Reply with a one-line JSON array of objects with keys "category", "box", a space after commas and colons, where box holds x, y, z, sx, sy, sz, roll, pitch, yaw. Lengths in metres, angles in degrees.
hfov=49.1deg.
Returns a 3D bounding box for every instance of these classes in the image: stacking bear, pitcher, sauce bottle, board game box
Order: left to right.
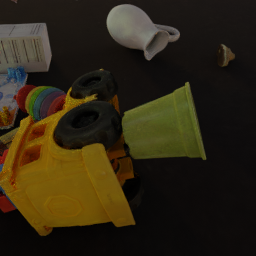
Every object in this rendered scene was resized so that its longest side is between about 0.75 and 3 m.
[{"category": "board game box", "box": [-4.596, -0.904, 8.035, 2.914, 0.377, 2.914, -5, 40, -6]}, {"category": "sauce bottle", "box": [-2.694, 0.448, 6.186, 0.615, 0.615, 1.863, 31, 47, 32]}, {"category": "stacking bear", "box": [-2.156, -0.582, 7.197, 1.883, 1.071, 1.143, 22, 41, 33]}, {"category": "pitcher", "box": [0.568, -3.808, 10.832, 2.115, 1.494, 2.465, -28, 56, -34]}]

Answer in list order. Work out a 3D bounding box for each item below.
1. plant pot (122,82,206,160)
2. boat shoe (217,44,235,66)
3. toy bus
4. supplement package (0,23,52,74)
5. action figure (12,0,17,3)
[{"category": "plant pot", "box": [0.510, 0.006, 4.149, 1.042, 1.134, 1.134, -13, 37, 15]}, {"category": "boat shoe", "box": [3.562, -2.610, 10.062, 0.569, 0.535, 1.493, 16, 41, 1]}, {"category": "toy bus", "box": [-1.292, 0.464, 5.390, 2.839, 2.007, 2.958, -15, 37, 7]}, {"category": "supplement package", "box": [-3.916, -2.701, 9.527, 2.309, 1.264, 1.313, -3, 39, -4]}, {"category": "action figure", "box": [-3.072, -3.060, 6.171, 1.661, 1.237, 1.113, -19, 45, 30]}]
